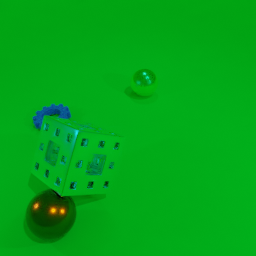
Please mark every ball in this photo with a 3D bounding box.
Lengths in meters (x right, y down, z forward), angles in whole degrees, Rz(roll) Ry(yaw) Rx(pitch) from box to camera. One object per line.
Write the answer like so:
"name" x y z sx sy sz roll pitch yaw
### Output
"ball" -1.487 1.672 5.444 0.960 0.960 0.960 0 38 0
"ball" 0.555 -1.550 9.581 0.951 0.951 0.951 0 38 0

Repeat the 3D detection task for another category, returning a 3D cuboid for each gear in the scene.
"gear" -2.304 -0.332 8.500 1.112 0.206 1.112 -5 40 4

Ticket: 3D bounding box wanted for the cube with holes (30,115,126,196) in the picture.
"cube with holes" -1.072 0.574 5.994 1.276 1.276 1.276 20 6 43
